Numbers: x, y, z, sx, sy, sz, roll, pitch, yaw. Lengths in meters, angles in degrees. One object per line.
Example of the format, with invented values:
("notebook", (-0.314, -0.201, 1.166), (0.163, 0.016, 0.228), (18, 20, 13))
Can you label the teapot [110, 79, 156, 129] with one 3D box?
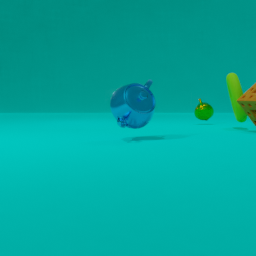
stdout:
("teapot", (0.105, -0.377, 4.619), (0.782, 1.258, 0.616), (37, -35, -7))

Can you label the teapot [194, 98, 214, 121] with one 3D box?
("teapot", (2.802, -0.622, 10.331), (0.699, 1.124, 0.550), (-16, 36, 20))

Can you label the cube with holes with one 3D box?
("cube with holes", (3.190, -0.572, 6.322), (0.814, 0.814, 0.814), (-42, 11, -4))

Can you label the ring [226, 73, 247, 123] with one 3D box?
("ring", (2.962, -0.824, 7.644), (0.278, 1.389, 1.389), (-14, -1, 18))
